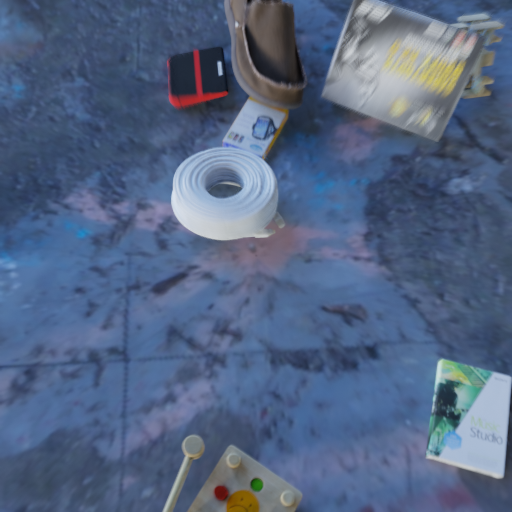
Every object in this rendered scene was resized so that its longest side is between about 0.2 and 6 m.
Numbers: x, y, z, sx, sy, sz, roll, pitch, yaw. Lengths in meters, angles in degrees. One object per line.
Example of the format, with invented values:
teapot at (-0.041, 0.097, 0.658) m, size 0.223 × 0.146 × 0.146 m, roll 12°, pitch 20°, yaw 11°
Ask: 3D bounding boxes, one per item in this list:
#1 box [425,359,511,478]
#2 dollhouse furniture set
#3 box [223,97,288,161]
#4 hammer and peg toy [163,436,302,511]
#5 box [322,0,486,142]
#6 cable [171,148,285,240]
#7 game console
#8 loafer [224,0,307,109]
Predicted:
box at (3.266, 2.460, 8.592) m, size 1.104 × 0.278 × 1.529 m, roll 14°, pitch 64°, yaw 6°
dollhouse furniture set at (3.949, -4.032, 11.125) m, size 1.022 × 1.349 × 1.539 m, roll -9°, pitch 39°, yaw -6°
box at (-0.037, -2.404, 10.894) m, size 0.844 × 0.294 × 1.418 m, roll 24°, pitch 68°, yaw 10°
hammer and peg toy at (-0.436, 3.454, 7.931) m, size 1.812 × 0.639 × 1.333 m, roll 29°, pitch 70°, yaw 13°
box at (2.701, -3.533, 10.540) m, size 2.457 × 1.946 × 0.594 m, roll 25°, pitch 31°, yaw 11°
cable at (-0.558, -1.115, 9.918) m, size 1.889 × 0.654 × 1.889 m, roll -11°, pitch 55°, yaw -9°
game console at (-1.205, -3.665, 11.422) m, size 1.210 × 0.212 × 1.368 m, roll -9°, pitch 61°, yaw 3°
loafer at (0.163, -4.458, 11.148) m, size 1.293 × 1.257 × 3.541 m, roll -6°, pitch 63°, yaw -25°
